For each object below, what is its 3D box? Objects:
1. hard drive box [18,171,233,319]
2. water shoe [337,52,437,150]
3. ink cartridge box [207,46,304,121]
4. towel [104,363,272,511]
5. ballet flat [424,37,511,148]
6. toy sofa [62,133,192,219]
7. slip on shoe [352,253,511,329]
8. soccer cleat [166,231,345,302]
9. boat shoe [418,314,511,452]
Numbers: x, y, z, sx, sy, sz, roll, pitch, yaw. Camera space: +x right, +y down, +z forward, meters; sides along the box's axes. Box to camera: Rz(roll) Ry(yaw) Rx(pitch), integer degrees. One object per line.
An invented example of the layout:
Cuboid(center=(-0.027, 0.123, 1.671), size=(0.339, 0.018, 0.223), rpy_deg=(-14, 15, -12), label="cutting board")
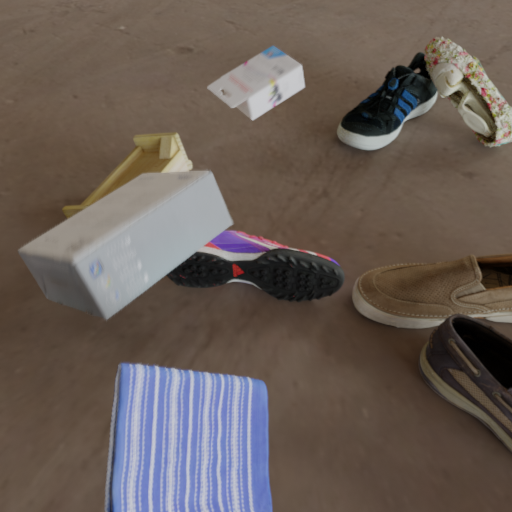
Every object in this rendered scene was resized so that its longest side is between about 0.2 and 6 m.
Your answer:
Cuboid(center=(-1.726, -0.264, 7.498), size=(1.737, 0.856, 2.229), rpy_deg=(8, 39, 48), label="hard drive box")
Cuboid(center=(2.884, -3.477, 12.218), size=(1.186, 1.309, 3.317), rpy_deg=(29, 50, 28), label="water shoe")
Cuboid(center=(-0.005, -2.989, 9.906), size=(1.504, 0.510, 0.866), rpy_deg=(-35, 56, -13), label="ink cartridge box")
Cuboid(center=(-0.523, 1.889, 5.394), size=(0.252, 2.116, 1.532), rpy_deg=(-13, 68, 35), label="towel")
Cuboid(center=(4.408, -3.413, 11.735), size=(0.890, 1.053, 2.784), rpy_deg=(-36, 82, -26), label="ballet flat")
Cuboid(center=(-2.101, -1.043, 9.810), size=(1.018, 1.199, 2.458), rpy_deg=(2, 42, 27), label="toy sofa")
Cuboid(center=(3.011, 0.411, 8.237), size=(3.112, 0.943, 1.183), rpy_deg=(4, 43, 4), label="slip on shoe")
Cuboid(center=(-0.009, 0.028, 8.723), size=(2.781, 0.949, 1.018), rpy_deg=(5, 38, 9), label="soccer cleat")
Cuboid(center=(3.335, 1.723, 6.703), size=(2.937, 1.077, 1.094), rpy_deg=(30, 50, 29), label="boat shoe")
